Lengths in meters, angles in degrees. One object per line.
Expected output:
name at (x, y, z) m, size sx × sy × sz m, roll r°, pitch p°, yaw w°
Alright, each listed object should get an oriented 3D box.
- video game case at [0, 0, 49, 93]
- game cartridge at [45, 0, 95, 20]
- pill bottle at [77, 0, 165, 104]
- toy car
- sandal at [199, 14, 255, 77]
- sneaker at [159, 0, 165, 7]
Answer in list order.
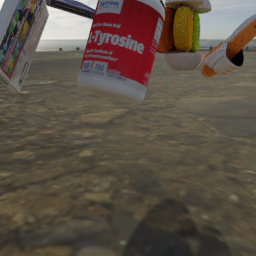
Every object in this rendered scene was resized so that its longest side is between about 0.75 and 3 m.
video game case at (-2.208, -1.954, 5.759) m, size 0.244 × 2.122 × 1.934 m, roll 18°, pitch -10°, yaw -5°
game cartridge at (-2.023, -4.169, 9.481) m, size 2.249 × 0.432 × 1.458 m, roll 3°, pitch 33°, yaw -36°
pill bottle at (-0.082, -2.183, 6.675) m, size 1.654 × 2.946 × 1.654 m, roll 14°, pitch -1°, yaw 0°
toy car at (1.527, -3.140, 9.206) m, size 2.105 × 2.456 × 2.807 m, roll 5°, pitch 14°, yaw 25°
sandal at (2.993, -2.109, 7.945) m, size 0.947 × 2.472 × 0.708 m, roll 0°, pitch 60°, yaw -29°
sneaker at (0.852, -4.169, 9.733) m, size 0.810 × 2.144 × 0.755 m, roll 19°, pitch -20°, yaw 6°
